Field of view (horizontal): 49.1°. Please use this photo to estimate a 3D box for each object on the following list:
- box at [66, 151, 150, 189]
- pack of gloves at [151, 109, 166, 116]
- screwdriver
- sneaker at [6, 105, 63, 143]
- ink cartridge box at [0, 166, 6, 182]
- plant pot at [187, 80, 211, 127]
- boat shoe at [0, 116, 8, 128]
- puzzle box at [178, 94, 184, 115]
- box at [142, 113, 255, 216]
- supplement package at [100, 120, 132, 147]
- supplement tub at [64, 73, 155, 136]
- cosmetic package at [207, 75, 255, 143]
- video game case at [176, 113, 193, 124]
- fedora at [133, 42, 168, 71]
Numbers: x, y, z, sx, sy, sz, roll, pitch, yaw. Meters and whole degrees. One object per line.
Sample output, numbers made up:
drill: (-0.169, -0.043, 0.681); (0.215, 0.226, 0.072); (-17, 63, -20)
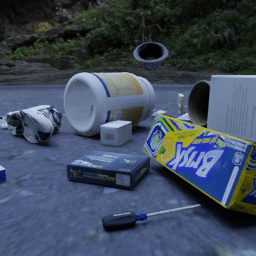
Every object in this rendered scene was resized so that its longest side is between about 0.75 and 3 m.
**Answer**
box: (-0.366, 0.807, 5.713); (1.397, 0.356, 1.102); (5, 11, 22)
pack of gloves: (1.248, -0.710, 14.141); (0.964, 0.227, 1.148); (18, 24, 34)
screwdriver: (0.383, 1.216, 3.956); (1.524, 0.213, 0.222); (-6, -16, -14)
sneaker: (-2.716, -0.246, 9.233); (1.711, 1.049, 2.629); (-21, 12, -40)
ink cartridge box: (-2.977, 0.863, 5.691); (0.555, 0.261, 1.180); (-9, 14, -43)
plant pot: (3.467, -0.916, 10.961); (1.562, 1.800, 1.800); (1, 10, -19)
boat shoe: (-4.759, -0.239, 10.912); (0.439, 0.418, 1.220); (-9, 14, -38)
puzzle box: (2.759, -1.251, 14.651); (0.186, 0.975, 1.466); (1, 10, 4)
box: (1.376, 0.497, 5.097); (1.042, 0.956, 2.973); (18, 3, -21)
supplement package: (-0.344, 0.146, 8.501); (0.589, 0.591, 1.007); (5, 12, 23)
supplement tub: (-0.580, -0.933, 10.078); (2.095, 2.095, 2.901); (10, 15, 42)
cosmetic package: (4.228, -0.704, 9.125); (2.021, 2.009, 2.415); (-8, 14, -35)
video game case: (3.045, -0.419, 12.463); (1.393, 0.173, 1.946); (6, 12, 26)
fedora: (1.067, -3.236, 13.045); (1.582, 0.808, 1.789); (-13, 47, -5)
